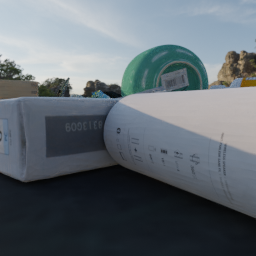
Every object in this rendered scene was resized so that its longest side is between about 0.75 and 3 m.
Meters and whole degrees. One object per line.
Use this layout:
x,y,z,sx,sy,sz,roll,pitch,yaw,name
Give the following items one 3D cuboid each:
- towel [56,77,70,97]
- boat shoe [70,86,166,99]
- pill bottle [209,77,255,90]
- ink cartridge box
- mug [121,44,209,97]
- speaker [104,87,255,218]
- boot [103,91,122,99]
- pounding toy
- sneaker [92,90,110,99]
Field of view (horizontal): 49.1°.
-2.516,-1.311,10.622,0.180,1.003,1.042,28,37,-9,towel
-0.558,-0.449,6.586,2.980,0.955,1.098,1,3,21,boat shoe
3.122,-0.583,6.684,2.246,1.247,1.247,3,5,30,pill bottle
-0.929,-0.022,3.815,2.374,0.701,2.966,-5,5,-44,ink cartridge box
0.930,-0.914,7.500,2.156,2.624,1.622,27,0,-18,mug
0.507,0.097,1.841,0.713,0.713,1.755,-3,5,-29,speaker
-0.132,-0.923,11.518,2.429,1.104,2.891,-7,2,-31,boot
-3.380,-0.494,6.456,2.135,1.112,2.431,-3,5,-28,pounding toy
-0.996,-0.820,9.424,0.416,1.046,0.683,-27,-51,33,sneaker
